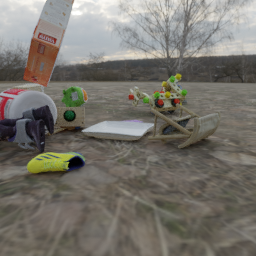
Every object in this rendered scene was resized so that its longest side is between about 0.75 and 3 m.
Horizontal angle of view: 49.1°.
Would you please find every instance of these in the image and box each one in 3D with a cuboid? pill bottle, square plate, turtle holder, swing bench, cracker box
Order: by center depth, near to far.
[{"bbox_3d":[1.585,-0.047,7.816,1.474,0.956,1.466,16,19,38],"label":"swing bench"},{"bbox_3d":[-2.336,-2.915,8.504,0.801,2.777,1.860,17,-32,-19],"label":"cracker box"},{"bbox_3d":[-0.226,0.073,8.803,1.833,0.263,1.850,3,12,19],"label":"square plate"},{"bbox_3d":[-3.457,-0.547,9.012,1.401,1.401,2.495,-10,15,-40],"label":"pill bottle"},{"bbox_3d":[-2.824,-1.518,14.890,1.531,1.163,1.087,-45,-21,29],"label":"turtle holder"}]

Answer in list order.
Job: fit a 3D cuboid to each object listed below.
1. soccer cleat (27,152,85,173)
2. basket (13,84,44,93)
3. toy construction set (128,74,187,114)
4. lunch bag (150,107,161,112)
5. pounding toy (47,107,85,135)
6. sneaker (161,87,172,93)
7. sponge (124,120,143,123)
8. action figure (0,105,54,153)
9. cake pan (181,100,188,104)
[{"bbox_3d":[-1.391,0.697,5.535,1.127,0.364,0.472,-7,21,-26],"label":"soccer cleat"},{"bbox_3d":[-5.196,-1.646,14.699,1.267,1.278,1.028,6,15,29],"label":"basket"},{"bbox_3d":[1.504,-1.557,13.154,2.878,1.887,1.326,-13,-27,-14],"label":"toy construction set"},{"bbox_3d":[1.559,-1.223,13.767,0.600,0.800,0.943,10,14,42],"label":"lunch bag"},{"bbox_3d":[-2.009,-0.232,9.286,1.152,0.890,1.252,-1,1,-9],"label":"pounding toy"},{"bbox_3d":[2.334,-1.781,16.396,0.957,1.033,2.563,16,19,0],"label":"sneaker"},{"bbox_3d":[0.013,-0.164,10.250,0.943,0.141,0.526,-5,13,-26],"label":"sponge"},{"bbox_3d":[-3.521,0.056,7.291,2.943,1.021,1.915,-2,18,7],"label":"action figure"},{"bbox_3d":[3.142,-1.565,17.002,0.963,0.177,0.963,0,12,0],"label":"cake pan"}]
